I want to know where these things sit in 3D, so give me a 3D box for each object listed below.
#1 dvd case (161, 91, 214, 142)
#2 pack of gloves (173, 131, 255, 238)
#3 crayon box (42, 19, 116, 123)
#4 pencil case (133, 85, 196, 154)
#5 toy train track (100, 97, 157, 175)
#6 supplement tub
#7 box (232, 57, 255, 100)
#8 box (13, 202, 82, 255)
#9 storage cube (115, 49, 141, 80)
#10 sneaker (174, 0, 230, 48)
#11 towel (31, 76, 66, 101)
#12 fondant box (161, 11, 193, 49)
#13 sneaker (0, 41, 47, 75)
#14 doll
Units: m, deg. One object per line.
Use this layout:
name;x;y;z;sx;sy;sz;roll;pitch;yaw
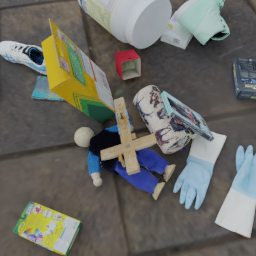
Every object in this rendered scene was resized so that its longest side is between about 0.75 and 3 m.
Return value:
dvd case;1.601;-0.324;7.598;1.549;0.171;1.131;31;27;-24
pack of gloves;2.467;1.185;7.266;2.085;0.490;2.482;22;62;10
crayon box;-1.373;-1.392;7.543;0.684;2.653;1.668;-27;59;15
pencil case;0.937;-0.288;7.846;0.957;0.832;2.139;-19;57;-16
toy train track;-0.030;0.179;7.407;1.434;0.407;2.501;-18;49;7
supplement tub;-0.142;-4.221;9.504;2.074;2.074;2.861;-36;66;-19
box;4.285;-1.529;8.875;1.774;0.453;1.399;4;59;2
box;-1.919;2.374;6.679;1.400;0.339;0.821;20;62;8
storage cube;-0.009;-2.021;8.932;0.649;0.759;0.682;-16;44;-14
sneaker;3.063;-3.957;9.831;2.890;1.064;1.705;-40;88;-23
towel;-2.376;-1.261;8.909;1.224;0.133;0.897;5;61;3
fondant box;1.885;-3.543;10.089;0.962;0.389;1.334;24;62;13
sneaker;-3.342;-2.466;9.220;2.296;0.832;0.825;23;63;14
doll;-0.264;0.770;7.404;2.818;0.683;1.923;29;66;16
